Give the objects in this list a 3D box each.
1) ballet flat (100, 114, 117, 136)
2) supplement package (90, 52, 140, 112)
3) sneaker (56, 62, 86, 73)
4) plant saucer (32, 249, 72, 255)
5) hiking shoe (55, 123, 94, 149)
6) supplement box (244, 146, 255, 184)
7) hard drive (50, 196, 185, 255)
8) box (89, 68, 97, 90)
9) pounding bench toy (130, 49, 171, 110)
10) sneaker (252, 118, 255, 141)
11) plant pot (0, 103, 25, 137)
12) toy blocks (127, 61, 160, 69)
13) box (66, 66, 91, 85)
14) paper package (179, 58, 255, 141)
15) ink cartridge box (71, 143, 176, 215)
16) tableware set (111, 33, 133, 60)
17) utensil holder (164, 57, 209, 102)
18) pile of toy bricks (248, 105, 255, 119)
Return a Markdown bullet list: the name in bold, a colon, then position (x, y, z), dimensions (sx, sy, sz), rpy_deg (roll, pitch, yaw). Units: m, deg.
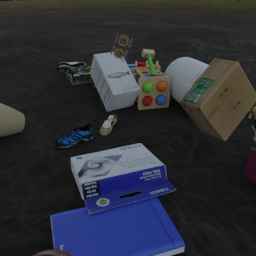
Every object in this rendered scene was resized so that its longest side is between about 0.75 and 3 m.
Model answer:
- **ballet flat**: position (-0.828, -0.183, 11.677), dimensions (0.496, 0.459, 1.407), rpy_deg (8, 31, 11)
- **supplement package**: position (-0.672, -2.233, 13.291), dimensions (1.417, 1.422, 2.424), rpy_deg (-15, 66, -25)
- **sneaker**: position (-3.736, -3.982, 18.374), dimensions (1.891, 0.697, 0.756), rpy_deg (-4, 17, -16)
- **plant saucer**: position (-1.722, 3.151, 5.526), dimensions (1.661, 0.304, 1.661), rpy_deg (-6, 40, 5)
- **hiking shoe**: position (-2.059, 0.270, 10.638), dimensions (1.582, 0.686, 0.589), rpy_deg (-21, 35, -32)
- **supplement box**: position (5.045, 1.101, 8.643), dimensions (2.296, 1.185, 1.503), rpy_deg (-15, 33, -24)
- **hard drive**: position (-0.347, 2.570, 6.874), dimensions (2.871, 0.364, 1.894), rpy_deg (-9, 31, -16)
- **box**: position (-1.257, -2.739, 15.225), dimensions (1.172, 1.184, 1.428), rpy_deg (-14, 20, -24)
- **pounding bench toy**: position (1.074, -2.370, 13.487), dimensions (1.551, 2.497, 1.948), rpy_deg (-6, 29, -11)
- **sneaker**: position (4.013, -0.218, 8.307), dimensions (0.536, 1.367, 0.543), rpy_deg (25, -18, -26)
- **plant pot**: position (-4.978, -0.295, 10.892), dimensions (1.685, 1.579, 1.579), rpy_deg (7, 18, -43)
- **toy blocks**: position (0.928, -3.750, 17.735), dimensions (2.042, 0.742, 1.702), rpy_deg (0, 29, 0)
- **box**: position (-2.586, -3.285, 17.149), dimensions (2.112, 0.521, 1.687), rpy_deg (-13, 33, -21)
- **paper package**: position (2.658, -0.823, 8.124), dimensions (1.779, 1.695, 0.920), rpy_deg (-50, 33, -7)
- **ink cartridge box**: position (-0.273, 1.341, 8.500), dimensions (2.608, 0.530, 2.613), rpy_deg (-11, 22, -18)
- **tableware set**: position (-0.274, -3.209, 11.202), dimensions (0.666, 1.007, 0.202), rpy_deg (18, 40, -9)
- **utensil holder**: position (3.114, -2.004, 13.135), dimensions (2.272, 2.272, 2.673), rpy_deg (-9, 28, -15)
- **pile of toy bricks**: position (5.763, -0.785, 12.701), dimensions (0.567, 0.505, 1.022), rpy_deg (19, 35, 31)
